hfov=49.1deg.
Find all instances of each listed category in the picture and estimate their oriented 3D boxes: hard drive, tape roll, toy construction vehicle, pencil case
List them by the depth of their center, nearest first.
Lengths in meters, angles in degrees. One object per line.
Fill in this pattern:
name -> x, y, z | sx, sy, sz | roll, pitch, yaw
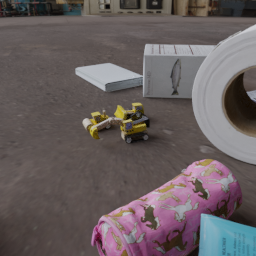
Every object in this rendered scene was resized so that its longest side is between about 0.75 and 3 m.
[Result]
pencil case -> 0.656, 1.301, 4.191 | 2.376, 0.983, 1.028 | -21, 4, -35
tape roll -> 3.177, -0.864, 6.365 | 2.932, 2.932, 2.013 | 15, 31, 28
toy construction vehicle -> -0.226, -0.244, 7.654 | 1.883, 0.663, 1.640 | -8, 27, -17
hard drive -> -0.833, -2.252, 12.067 | 1.878, 0.374, 2.848 | -16, 30, -29

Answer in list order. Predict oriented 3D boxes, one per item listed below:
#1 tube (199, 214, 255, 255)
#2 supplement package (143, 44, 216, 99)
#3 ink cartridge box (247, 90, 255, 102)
tube -> 2.335, 1.834, 3.284 | 2.978, 0.750, 1.153 | 6, 63, 10
supplement package -> 1.954, -2.095, 10.297 | 2.751, 1.608, 1.614 | 2, 30, 5
ink cartridge box -> 4.748, -0.895, 9.360 | 1.581, 0.321, 1.577 | -10, 28, -20
